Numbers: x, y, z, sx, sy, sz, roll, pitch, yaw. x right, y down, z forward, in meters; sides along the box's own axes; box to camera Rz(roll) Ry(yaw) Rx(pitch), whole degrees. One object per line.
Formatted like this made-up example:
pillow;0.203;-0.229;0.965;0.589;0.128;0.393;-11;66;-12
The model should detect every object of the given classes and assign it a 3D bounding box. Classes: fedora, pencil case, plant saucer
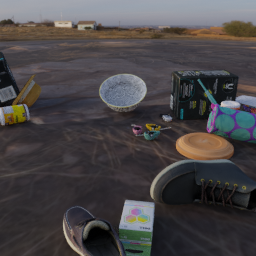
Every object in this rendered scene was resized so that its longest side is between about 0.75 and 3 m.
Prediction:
fedora;-4.424;-1.521;12.542;0.746;1.829;1.829;35;11;-22
pencil case;3.714;-0.115;8.840;2.261;0.962;1.045;12;66;8
plant saucer;2.345;0.517;8.581;1.708;0.276;1.708;0;23;0

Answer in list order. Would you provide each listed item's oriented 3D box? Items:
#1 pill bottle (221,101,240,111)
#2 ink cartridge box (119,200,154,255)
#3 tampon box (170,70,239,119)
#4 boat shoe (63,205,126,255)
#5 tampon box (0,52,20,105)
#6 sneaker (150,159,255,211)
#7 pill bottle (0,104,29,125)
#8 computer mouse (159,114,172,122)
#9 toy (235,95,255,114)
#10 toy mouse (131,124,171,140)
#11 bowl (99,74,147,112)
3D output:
pill bottle;3.446;-0.332;9.584;0.618;1.082;0.618;0;22;0
ink cartridge box;0.163;1.839;5.219;0.595;0.340;1.145;3;22;8
tampon box;2.988;-1.380;11.319;2.282;1.710;1.441;-1;22;-3
boat shoe;-0.546;1.851;4.728;0.754;0.679;2.095;-12;25;-27
tampon box;-6.283;-2.147;12.618;2.089;1.759;2.787;-24;29;-15
sneaker;1.729;1.263;5.877;2.366;0.885;1.257;-8;21;-23
pill bottle;-4.395;-0.481;10.505;1.221;0.667;0.667;-13;26;-29
computer mouse;1.503;-0.388;10.958;0.454;0.182;0.828;4;16;-3
toy;5.461;-0.841;11.558;1.334;0.547;2.317;-16;22;-39
toy mouse;0.583;0.164;9.448;1.376;0.266;1.223;11;24;27
bowl;-0.177;-1.292;11.785;1.947;0.914;1.947;-3;51;3
